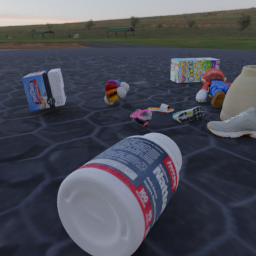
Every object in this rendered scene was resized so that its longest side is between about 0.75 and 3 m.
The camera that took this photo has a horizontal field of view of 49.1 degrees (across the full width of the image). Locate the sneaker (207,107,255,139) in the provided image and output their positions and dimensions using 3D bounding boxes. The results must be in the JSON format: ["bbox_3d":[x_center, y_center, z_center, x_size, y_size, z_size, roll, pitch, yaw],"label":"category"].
[{"bbox_3d":[2.965,-0.180,7.340,1.704,0.784,0.645,2,19,7],"label":"sneaker"}]

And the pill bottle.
[{"bbox_3d":[0.062,0.767,4.019,1.176,1.176,1.966,10,22,26],"label":"pill bottle"}]

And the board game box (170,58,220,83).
[{"bbox_3d":[3.626,-3.167,15.294,2.308,1.189,1.211,-4,20,-11],"label":"board game box"}]

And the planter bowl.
[{"bbox_3d":[4.122,-1.001,8.396,2.462,1.657,2.462,-1,19,0],"label":"planter bowl"}]

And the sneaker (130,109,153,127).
[{"bbox_3d":[0.458,-0.244,7.900,0.411,0.496,1.041,-35,17,-13],"label":"sneaker"}]

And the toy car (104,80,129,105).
[{"bbox_3d":[-0.518,-1.412,10.390,0.895,0.767,1.023,-27,21,30],"label":"toy car"}]

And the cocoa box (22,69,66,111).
[{"bbox_3d":[-2.809,-1.356,9.619,1.120,1.139,1.707,-11,17,-7],"label":"cocoa box"}]

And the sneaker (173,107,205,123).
[{"bbox_3d":[1.896,-0.440,8.698,1.108,0.429,0.441,-9,12,-23],"label":"sneaker"}]

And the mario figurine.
[{"bbox_3d":[3.537,-1.364,11.011,1.527,1.311,2.473,33,25,-15],"label":"mario figurine"}]

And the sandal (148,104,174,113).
[{"bbox_3d":[1.128,-0.707,9.653,0.900,0.258,0.345,5,20,14],"label":"sandal"}]
